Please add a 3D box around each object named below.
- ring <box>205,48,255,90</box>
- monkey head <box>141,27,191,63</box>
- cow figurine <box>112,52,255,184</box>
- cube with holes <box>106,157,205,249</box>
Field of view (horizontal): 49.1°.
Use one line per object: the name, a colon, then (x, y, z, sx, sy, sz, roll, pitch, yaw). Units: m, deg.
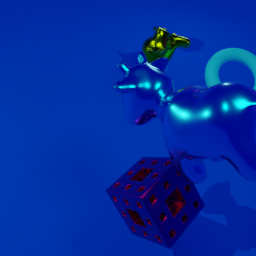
ring: (2.109, -0.978, 5.430, 1.257, 0.251, 1.257, 2, 74, -5)
monkey head: (0.744, -1.554, 5.635, 0.915, 1.273, 0.767, 17, 90, 9)
cow figurine: (0.667, -0.231, 3.173, 0.946, 1.723, 1.696, -34, 98, -30)
cube with holes: (0.372, 0.962, 3.857, 0.806, 0.806, 0.806, -38, 17, -32)
